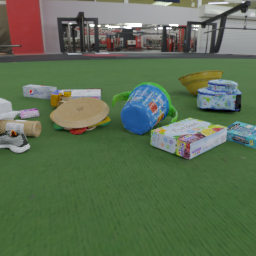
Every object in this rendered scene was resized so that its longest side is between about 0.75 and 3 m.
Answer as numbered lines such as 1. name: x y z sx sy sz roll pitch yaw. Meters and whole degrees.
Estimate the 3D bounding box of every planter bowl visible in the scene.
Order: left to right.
1. planter bowl: 4.100 -2.425 15.651 2.457 1.023 2.457 -6 -2 0

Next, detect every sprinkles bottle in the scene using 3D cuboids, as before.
1. sprinkles bottle: -3.962 -0.009 9.895 1.690 0.577 0.577 4 20 9

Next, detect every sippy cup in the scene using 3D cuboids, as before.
1. sippy cup: 0.565 -0.633 10.336 2.215 1.740 1.624 -13 21 32

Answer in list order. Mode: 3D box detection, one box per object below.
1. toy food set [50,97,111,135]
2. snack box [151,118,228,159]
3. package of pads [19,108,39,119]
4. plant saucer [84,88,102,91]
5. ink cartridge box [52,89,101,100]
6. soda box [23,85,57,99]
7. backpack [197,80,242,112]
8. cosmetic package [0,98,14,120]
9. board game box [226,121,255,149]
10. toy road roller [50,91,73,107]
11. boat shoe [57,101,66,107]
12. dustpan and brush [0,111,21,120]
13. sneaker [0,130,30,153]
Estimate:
1. toy food set: -1.839 -0.518 10.918 2.276 0.554 2.253 -18 35 -19
2. snack box: 2.000 0.263 9.109 2.143 0.568 1.524 -16 24 -41
3. package of pads: -4.266 -0.620 12.057 0.790 0.299 0.476 -11 25 -29
4. plant saucer: -2.111 -2.165 16.620 1.154 0.199 1.154 1 19 0
5. ink cartridge box: -2.682 -1.646 14.663 2.514 0.528 1.500 1 20 -5
6. soda box: -4.892 -2.015 15.568 1.880 0.596 0.642 9 21 23
7. backpack: 4.203 -1.532 13.026 1.895 1.392 1.734 1 15 16
8. cosmetic package: -5.899 -0.443 10.577 2.611 0.930 1.324 -18 26 -42
9. board game box: 4.029 0.218 9.482 1.008 0.313 1.336 -24 29 -35
10. toy road roller: -3.084 -1.246 12.994 0.985 0.829 1.349 -4 15 -14
11. boat shoe: -2.309 -0.764 12.069 1.748 0.644 0.605 24 27 31
12. dustpan and brush: -4.742 -0.126 9.283 2.602 0.745 1.816 -9 -9 -46
13. sneaker: -3.804 0.326 8.858 1.624 0.644 0.600 7 22 22
